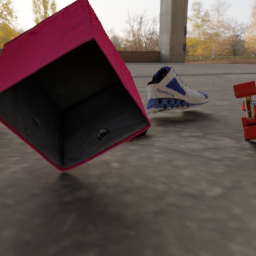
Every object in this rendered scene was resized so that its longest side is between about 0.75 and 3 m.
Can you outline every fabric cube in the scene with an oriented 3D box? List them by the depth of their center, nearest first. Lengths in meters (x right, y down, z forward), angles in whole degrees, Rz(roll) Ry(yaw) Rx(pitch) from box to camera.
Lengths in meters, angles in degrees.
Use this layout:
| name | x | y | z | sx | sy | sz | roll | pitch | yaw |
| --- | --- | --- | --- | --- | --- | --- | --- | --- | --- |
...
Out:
| name | x | y | z | sx | sy | sz | roll | pitch | yaw |
| --- | --- | --- | --- | --- | --- | --- | --- | --- | --- |
| fabric cube | -1.032 | -0.808 | 5.242 | 1.992 | 2.031 | 2.024 | -28 | 40 | 10 |

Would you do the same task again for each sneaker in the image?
| name | x | y | z | sx | sy | sz | roll | pitch | yaw |
| --- | --- | --- | --- | --- | --- | --- | --- | --- | --- |
| sneaker | 1.668 | -1.377 | 9.705 | 2.618 | 1.512 | 1.058 | -8 | -2 | -34 |

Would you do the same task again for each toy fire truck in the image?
| name | x | y | z | sx | sy | sz | roll | pitch | yaw |
| --- | --- | --- | --- | --- | --- | --- | --- | --- | --- |
| toy fire truck | 2.780 | -0.325 | 6.345 | 0.424 | 1.226 | 1.738 | -11 | -8 | 26 |

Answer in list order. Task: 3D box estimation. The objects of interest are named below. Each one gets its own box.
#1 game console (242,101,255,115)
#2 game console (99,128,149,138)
| name | x | y | z | sx | sy | sz | roll | pitch | yaw |
| --- | --- | --- | --- | --- | --- | --- | --- | --- | --- |
| game console | 4.792 | -0.475 | 8.467 | 2.171 | 0.337 | 1.920 | -2 | 18 | -28 |
| game console | -0.704 | 0.069 | 7.414 | 2.432 | 0.293 | 1.435 | -12 | 20 | -35 |
